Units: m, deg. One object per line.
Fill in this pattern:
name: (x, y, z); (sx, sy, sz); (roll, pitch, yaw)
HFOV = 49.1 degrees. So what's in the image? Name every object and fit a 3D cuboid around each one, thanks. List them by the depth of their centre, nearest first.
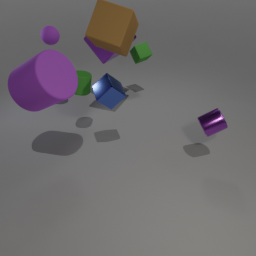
cylinder: (-2.385, -1.296, 7.890); (1.400, 1.400, 1.400); (-15, 17, 37)
cylinder: (2.639, -0.167, 8.767); (0.700, 0.700, 0.700); (-27, 27, 13)
cube: (-0.601, -1.159, 8.880); (0.700, 0.700, 0.700); (28, 31, -43)
cylinder: (-1.666, -1.607, 9.976); (0.700, 0.700, 0.700); (7, 30, -4)
cube: (-0.553, -3.698, 10.493); (1.400, 1.400, 1.400); (22, 4, 9)
ball: (-2.957, -3.517, 10.641); (0.700, 0.700, 0.700); (0, 30, 0)
cube: (-0.775, -3.943, 12.296); (1.400, 1.400, 1.400); (-34, 7, 43)
cube: (0.615, -3.587, 13.377); (0.700, 0.700, 0.700); (-25, 1, -21)
